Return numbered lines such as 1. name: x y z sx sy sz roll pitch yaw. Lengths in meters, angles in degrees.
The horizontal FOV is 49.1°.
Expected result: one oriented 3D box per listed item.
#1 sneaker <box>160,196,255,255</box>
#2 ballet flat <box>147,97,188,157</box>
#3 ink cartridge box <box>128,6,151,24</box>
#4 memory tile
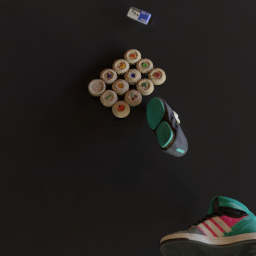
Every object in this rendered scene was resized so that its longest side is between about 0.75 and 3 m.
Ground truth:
1. sneaker: 2.117 2.525 7.226 2.605 1.089 1.573 -5 27 8
2. ballet flat: 1.163 -0.028 8.256 0.934 0.934 2.558 -8 32 -3
3. ink cartridge box: 0.407 -4.126 10.235 0.789 0.174 0.371 28 102 13
4. memory tile: -0.040 -1.553 9.386 2.271 0.191 1.741 -43 74 -12
